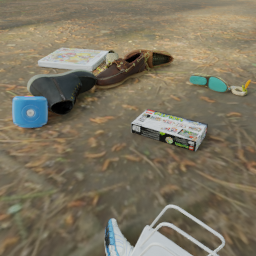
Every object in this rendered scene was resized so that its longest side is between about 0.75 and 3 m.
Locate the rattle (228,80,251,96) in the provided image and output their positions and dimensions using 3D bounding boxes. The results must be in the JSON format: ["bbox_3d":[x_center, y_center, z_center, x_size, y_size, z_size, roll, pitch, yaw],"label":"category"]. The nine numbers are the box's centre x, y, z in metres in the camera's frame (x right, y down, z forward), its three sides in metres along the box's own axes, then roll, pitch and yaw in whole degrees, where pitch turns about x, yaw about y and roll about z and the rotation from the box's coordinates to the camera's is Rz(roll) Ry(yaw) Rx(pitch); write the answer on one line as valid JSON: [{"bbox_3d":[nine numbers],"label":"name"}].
[{"bbox_3d":[3.959,-1.548,10.247,0.547,0.601,0.841,-40,52,-21],"label":"rattle"}]

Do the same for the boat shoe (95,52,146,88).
[{"bbox_3d":[-0.315,-2.383,11.272,0.948,0.947,2.694,25,40,32],"label":"boat shoe"}]

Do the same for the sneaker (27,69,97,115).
[{"bbox_3d":[-1.881,-1.159,9.477,2.642,0.988,1.403,-20,56,-43],"label":"sneaker"}]

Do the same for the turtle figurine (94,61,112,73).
[{"bbox_3d":[-0.965,-2.471,11.884,0.817,0.326,1.013,-42,32,-9],"label":"turtle figurine"}]

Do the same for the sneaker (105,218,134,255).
[{"bbox_3d":[-0.042,2.022,4.472,0.559,0.483,1.290,-2,39,-16],"label":"sneaker"}]

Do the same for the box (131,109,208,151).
[{"bbox_3d":[1.156,0.009,7.860,1.890,0.328,1.040,17,35,25],"label":"box"}]

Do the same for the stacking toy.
[{"bbox_3d":[-3.047,-0.678,8.660,0.962,0.910,1.658,-2,19,-21],"label":"stacking toy"}]

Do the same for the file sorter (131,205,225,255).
[{"bbox_3d":[0.563,1.966,3.717,1.060,0.951,1.527,33,38,8],"label":"file sorter"}]

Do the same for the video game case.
[{"bbox_3d":[-2.531,-3.355,13.485,2.660,0.304,2.421,7,32,13],"label":"video game case"}]

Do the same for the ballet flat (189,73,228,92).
[{"bbox_3d":[3.134,-1.782,10.656,1.617,0.572,0.572,23,38,37],"label":"ballet flat"}]

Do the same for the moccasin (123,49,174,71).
[{"bbox_3d":[0.917,-3.034,12.533,2.369,0.867,0.915,-3,21,-23],"label":"moccasin"}]

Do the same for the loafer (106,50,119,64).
[{"bbox_3d":[-0.700,-3.078,12.721,0.680,0.614,1.797,-8,32,-13],"label":"loafer"}]
